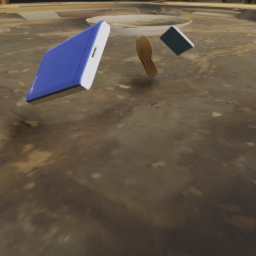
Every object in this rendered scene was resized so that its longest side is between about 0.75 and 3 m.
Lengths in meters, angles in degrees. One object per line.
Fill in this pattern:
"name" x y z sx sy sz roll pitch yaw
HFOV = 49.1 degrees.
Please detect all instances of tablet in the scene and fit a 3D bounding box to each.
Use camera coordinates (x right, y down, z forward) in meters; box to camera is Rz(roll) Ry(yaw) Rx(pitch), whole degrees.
"tablet" 1.735 -3.143 10.166 0.110 1.043 1.604 -50 10 -4

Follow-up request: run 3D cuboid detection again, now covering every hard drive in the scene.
"hard drive" -1.475 -1.416 6.502 2.395 0.304 1.580 -6 61 46

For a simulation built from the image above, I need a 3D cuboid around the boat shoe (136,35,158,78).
"boat shoe" 0.484 -1.957 7.678 0.432 1.179 0.370 -19 25 -2
